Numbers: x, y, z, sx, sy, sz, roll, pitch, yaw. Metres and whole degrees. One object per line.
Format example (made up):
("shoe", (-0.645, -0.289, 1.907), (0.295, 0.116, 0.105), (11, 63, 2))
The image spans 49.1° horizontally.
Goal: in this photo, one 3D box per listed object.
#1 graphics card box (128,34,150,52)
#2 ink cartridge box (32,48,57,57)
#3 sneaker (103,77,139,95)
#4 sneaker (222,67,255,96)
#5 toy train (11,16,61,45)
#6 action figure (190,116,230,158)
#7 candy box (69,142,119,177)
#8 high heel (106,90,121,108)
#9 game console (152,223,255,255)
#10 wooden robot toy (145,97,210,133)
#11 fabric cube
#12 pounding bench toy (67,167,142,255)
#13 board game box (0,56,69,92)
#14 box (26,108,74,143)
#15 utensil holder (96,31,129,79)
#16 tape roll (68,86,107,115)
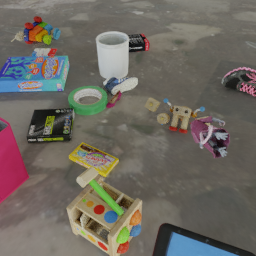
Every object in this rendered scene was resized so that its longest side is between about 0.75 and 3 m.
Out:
("graphics card box", (0.051, -4.160, 13.784), (1.789, 0.455, 1.122), (-9, 43, -12))
("ink cartridge box", (-3.841, -3.412, 13.020), (1.050, 0.353, 0.610), (1, 42, 2))
("sneaker", (-0.344, -1.864, 11.152), (1.293, 0.521, 0.947), (-29, 53, -22))
("sneaker", (4.838, -1.626, 10.736), (2.365, 0.934, 1.128), (2, 53, 4))
("toy train", (-4.474, -4.515, 13.898), (1.410, 1.031, 2.436), (21, 44, 3))
("action figure", (1.719, 0.145, 6.419), (0.969, 0.871, 1.301), (13, 21, -29))
("candy box", (-1.021, 0.914, 8.303), (1.347, 0.178, 0.689), (22, 49, 23))
("high heel", (-0.541, -1.073, 10.361), (0.281, 0.401, 0.835), (22, 46, 23))
("game console", (1.249, 3.027, 5.205), (1.931, 1.146, 1.664), (15, 44, 17))
("wooden robot toy", (1.726, -0.408, 9.534), (2.264, 0.997, 1.027), (16, 9, 17))
("fabric cube", (-4.045, 0.855, 7.020), (1.956, 1.987, 1.994), (21, 46, 23))
("pounding bench toy", (-0.434, 1.806, 6.105), (1.379, 1.768, 1.098), (25, 47, 26))
("board game box", (-3.845, -2.263, 11.558), (2.576, 0.579, 1.959), (-2, 42, -2))
("box", (-2.536, -0.106, 9.327), (1.378, 0.339, 1.427), (0, 41, -4))
("utensil holder", (-0.625, -2.999, 11.651), (1.329, 1.564, 1.329), (1, 42, 0))
("tape roll", (-1.479, -1.041, 10.375), (1.422, 0.342, 1.422), (0, 42, 0))
